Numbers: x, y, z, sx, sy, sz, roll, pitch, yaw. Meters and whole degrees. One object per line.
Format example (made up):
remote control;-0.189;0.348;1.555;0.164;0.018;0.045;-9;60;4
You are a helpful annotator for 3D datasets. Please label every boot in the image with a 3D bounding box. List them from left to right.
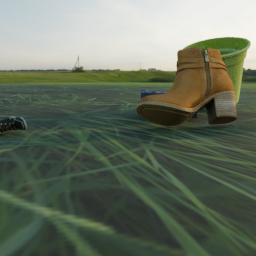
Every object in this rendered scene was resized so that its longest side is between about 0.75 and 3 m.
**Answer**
boot;-2.889;-0.040;6.687;0.922;0.337;0.694;15;28;41
boot;1.537;-1.254;7.584;2.861;2.221;1.097;-1;-21;-9

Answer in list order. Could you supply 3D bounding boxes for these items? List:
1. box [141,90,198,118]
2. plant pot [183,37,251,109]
box;1.325;-0.816;9.322;1.840;0.725;1.298;5;13;3
plant pot;3.547;-2.125;11.300;2.581;2.373;2.581;-10;29;6
